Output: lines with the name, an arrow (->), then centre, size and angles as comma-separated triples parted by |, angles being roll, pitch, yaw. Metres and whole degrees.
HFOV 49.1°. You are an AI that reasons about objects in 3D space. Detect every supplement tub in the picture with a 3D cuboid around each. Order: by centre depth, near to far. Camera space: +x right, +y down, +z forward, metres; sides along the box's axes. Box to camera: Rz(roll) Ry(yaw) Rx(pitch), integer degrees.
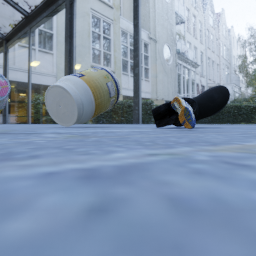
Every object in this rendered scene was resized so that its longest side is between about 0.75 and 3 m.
supplement tub -> -1.537, -1.125, 9.842 | 1.702, 1.702, 2.357 | 1, 22, 34

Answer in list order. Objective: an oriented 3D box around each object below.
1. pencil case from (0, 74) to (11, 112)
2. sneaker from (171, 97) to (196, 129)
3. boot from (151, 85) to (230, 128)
pencil case -> -1.850, -0.438, 3.832 | 0.372, 0.406, 0.896 | 26, -22, -22
sneaker -> 1.116, -0.283, 5.240 | 0.352, 0.799, 0.301 | 16, -51, -34
boot -> 1.872, -0.651, 7.864 | 2.049, 0.816, 2.485 | -34, -14, 17
